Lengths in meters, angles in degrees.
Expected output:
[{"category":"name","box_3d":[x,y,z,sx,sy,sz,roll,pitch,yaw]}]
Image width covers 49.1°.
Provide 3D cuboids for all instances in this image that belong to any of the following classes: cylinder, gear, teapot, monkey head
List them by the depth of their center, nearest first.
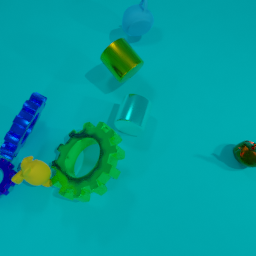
[{"category":"monkey head","box_3d":[-2.464,1.220,7.178,0.907,1.260,0.759,-45,59,-9]},{"category":"gear","box_3d":[-1.079,0.829,7.269,2.092,0.387,2.092,-18,53,25]},{"category":"gear","box_3d":[-2.758,-0.065,7.450,0.344,1.857,1.857,28,66,-12]},{"category":"gear","box_3d":[-3.583,1.376,7.559,1.145,0.212,1.145,-5,61,9]},{"category":"teapot","box_3d":[3.288,0.663,7.640,1.285,0.629,0.799,1,40,-35]},{"category":"cylinder","box_3d":[0.154,-0.378,8.117,0.906,0.906,0.906,16,65,8]},{"category":"cylinder","box_3d":[-0.174,-1.960,8.180,0.941,0.941,0.941,-38,87,-17]},{"category":"teapot","box_3d":[0.268,-3.579,9.283,1.074,1.728,0.846,-6,71,-24]}]
